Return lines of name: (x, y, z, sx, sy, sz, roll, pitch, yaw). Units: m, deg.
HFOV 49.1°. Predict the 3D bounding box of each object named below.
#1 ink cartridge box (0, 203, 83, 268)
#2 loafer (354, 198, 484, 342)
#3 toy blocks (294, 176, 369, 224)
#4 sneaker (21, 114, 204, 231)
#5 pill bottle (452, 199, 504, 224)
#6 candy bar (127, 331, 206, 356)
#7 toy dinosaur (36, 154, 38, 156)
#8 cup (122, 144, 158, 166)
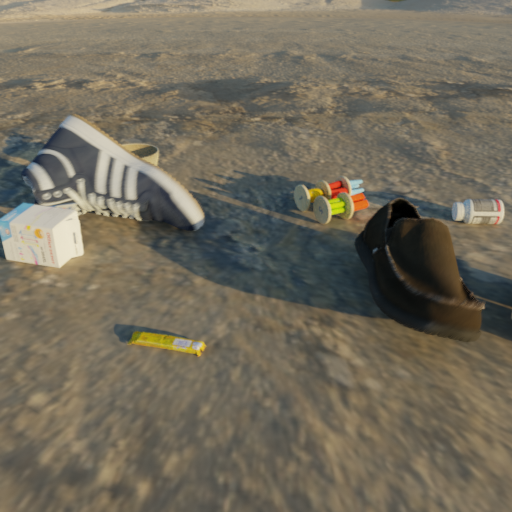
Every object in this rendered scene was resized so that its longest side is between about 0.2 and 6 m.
ink cartridge box: (-3.468, -0.335, 9.216, 1.156, 0.743, 0.724, 8, 31, 13)
loafer: (2.170, 0.012, 7.751, 1.172, 1.145, 3.210, 12, 23, -15)
toy blocks: (1.677, -1.143, 10.938, 1.485, 0.539, 1.238, -15, 31, -25)
sneaker: (-2.673, -1.018, 10.111, 3.325, 1.165, 1.804, 34, 70, 11)
pill bottle: (4.116, -0.824, 10.433, 0.831, 0.460, 0.460, 1, 28, 2)
candy bar: (-1.153, 1.120, 7.203, 1.020, 0.113, 0.254, 7, 33, 12)
toy dinosaur: (-4.352, -2.509, 13.303, 1.242, 0.715, 2.456, -22, 36, -33)
cup: (-2.622, -1.876, 12.030, 1.099, 0.786, 1.099, 0, 28, 0)
